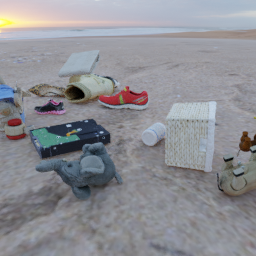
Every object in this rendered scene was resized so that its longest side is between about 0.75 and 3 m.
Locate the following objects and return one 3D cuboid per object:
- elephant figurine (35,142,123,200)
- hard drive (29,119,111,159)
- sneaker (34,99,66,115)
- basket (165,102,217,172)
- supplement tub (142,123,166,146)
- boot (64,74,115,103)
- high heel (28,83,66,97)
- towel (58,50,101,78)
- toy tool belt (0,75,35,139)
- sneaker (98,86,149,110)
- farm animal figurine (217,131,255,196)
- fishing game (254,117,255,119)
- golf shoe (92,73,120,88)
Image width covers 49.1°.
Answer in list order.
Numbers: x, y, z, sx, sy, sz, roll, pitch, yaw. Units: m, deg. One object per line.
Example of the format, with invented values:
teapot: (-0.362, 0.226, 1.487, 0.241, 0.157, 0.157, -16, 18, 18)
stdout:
elephant figurine: (-1.021, 1.017, 6.220, 1.206, 1.099, 1.554, -6, 12, 24)
hard drive: (-1.821, 0.280, 8.750, 2.167, 0.410, 1.514, -12, 25, -27)
sneaker: (-3.173, -0.887, 11.338, 1.289, 0.615, 0.509, 0, 24, 5)
basket: (1.737, 0.151, 7.647, 1.228, 1.514, 1.527, 5, 23, 17)
supplement tub: (0.828, 0.191, 8.813, 0.531, 0.531, 0.805, 13, 26, 29)
boot: (-2.344, -1.950, 13.444, 2.783, 1.013, 2.163, 20, 29, 31)
high heel: (-3.795, -1.785, 13.440, 1.715, 0.612, 1.222, -4, 15, -34)
towel: (-1.585, -2.165, 9.440, 1.130, 0.294, 1.706, -5, 36, 13)
toy tool belt: (-4.249, -0.848, 9.775, 1.731, 1.704, 2.773, -13, 26, -28)
sneaker: (-0.183, -1.353, 12.022, 2.199, 0.934, 0.847, 3, 23, 7)
farm animal figurine: (3.296, 1.131, 5.989, 2.301, 1.157, 1.858, 23, 50, 38)
fishing game: (6.046, -0.572, 10.902, 2.494, 0.388, 1.786, -14, 29, -31)
golf shoe: (-1.454, -2.408, 15.002, 2.244, 0.872, 1.060, 19, 11, 36)
